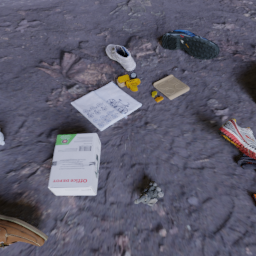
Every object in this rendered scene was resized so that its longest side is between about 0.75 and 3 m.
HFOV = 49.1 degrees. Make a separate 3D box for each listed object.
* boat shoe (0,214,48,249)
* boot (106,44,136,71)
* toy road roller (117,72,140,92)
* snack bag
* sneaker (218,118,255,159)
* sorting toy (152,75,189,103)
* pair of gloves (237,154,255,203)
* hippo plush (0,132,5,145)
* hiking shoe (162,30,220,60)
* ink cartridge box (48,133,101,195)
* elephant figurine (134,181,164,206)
[{"bbox_3d":[-3.221,2.787,7.379,2.336,0.840,0.794,10,51,22],"label":"boat shoe"},{"bbox_3d":[-0.419,-3.513,12.868,0.750,0.975,2.039,-42,60,-9],"label":"boot"},{"bbox_3d":[0.057,-1.876,11.899,0.959,0.589,0.700,-15,76,4],"label":"toy road roller"},{"bbox_3d":[-0.831,-0.971,11.285,2.228,0.238,2.100,-32,54,-27],"label":"snack bag"},{"bbox_3d":[3.878,0.378,9.037,1.845,0.718,0.758,38,84,9],"label":"sneaker"},{"bbox_3d":[1.652,-1.633,11.966,1.598,0.214,1.190,-29,53,-19],"label":"sorting toy"},{"bbox_3d":[4.636,1.582,8.832,1.955,0.271,2.194,-4,46,-3],"label":"pair of gloves"},{"bbox_3d":[-4.830,0.390,9.277,1.590,1.267,1.279,24,52,22],"label":"hippo plush"},{"bbox_3d":[3.203,-4.324,13.882,2.963,1.102,1.285,25,52,22],"label":"hiking shoe"},{"bbox_3d":[-1.596,1.121,8.640,1.316,0.758,1.804,-2,57,6],"label":"ink cartridge box"},{"bbox_3d":[0.605,2.008,8.270,0.839,0.651,0.594,-40,17,-2],"label":"elephant figurine"}]
